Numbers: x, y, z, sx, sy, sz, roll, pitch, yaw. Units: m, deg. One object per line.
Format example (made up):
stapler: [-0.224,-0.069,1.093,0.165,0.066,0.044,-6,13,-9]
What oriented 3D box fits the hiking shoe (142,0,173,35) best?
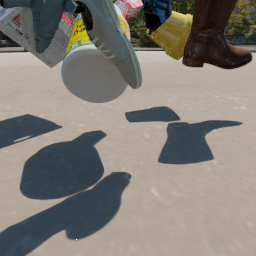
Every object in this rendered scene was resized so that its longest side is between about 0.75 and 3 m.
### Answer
hiking shoe: [0.652,-2.977,6.325,0.678,1.822,0.790,24,72,23]

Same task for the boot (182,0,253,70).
boot: [3.252,-3.370,9.068,2.742,2.942,0.945,-7,46,-11]

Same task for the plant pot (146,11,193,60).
plant pot: [1.744,-3.946,11.393,1.690,1.796,1.796,26,15,-11]

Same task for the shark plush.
shark plush: [-1.078,-2.307,4.864,2.195,0.914,0.997,-35,8,11]

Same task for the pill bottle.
pill bottle: [-0.746,-2.176,7.436,1.623,1.623,2.878,0,48,1]

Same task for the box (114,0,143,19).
box: [0.000,-4.042,9.284,0.595,0.549,1.160,-34,10,34]

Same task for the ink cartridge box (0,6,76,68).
ink cartridge box: [-2.801,-3.599,9.739,2.161,2.462,1.032,-27,54,21]

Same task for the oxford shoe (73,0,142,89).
oxford shoe: [-0.382,-1.696,5.512,0.647,2.242,0.843,-37,29,-16]
